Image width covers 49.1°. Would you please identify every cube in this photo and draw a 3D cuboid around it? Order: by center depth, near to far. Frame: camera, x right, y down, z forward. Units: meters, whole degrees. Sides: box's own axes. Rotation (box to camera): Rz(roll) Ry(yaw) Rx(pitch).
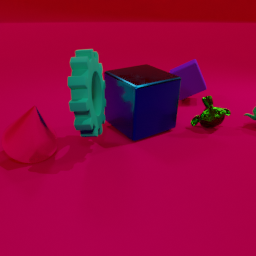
[{"bbox_3d":[0.326,-0.712,7.168,1.396,1.396,1.396,-17,33,-31],"label":"cube"},{"bbox_3d":[2.035,-1.660,9.568,0.973,0.973,0.973,-22,14,19],"label":"cube"}]

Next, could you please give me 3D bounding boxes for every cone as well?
[{"bbox_3d":[-1.899,-0.077,5.581,1.146,1.150,1.146,12,50,-15],"label":"cone"}]

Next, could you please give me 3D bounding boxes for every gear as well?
[{"bbox_3d":[-0.805,-0.712,5.879,0.329,1.778,1.778,-2,22,7],"label":"gear"}]

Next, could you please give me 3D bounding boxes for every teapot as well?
[{"bbox_3d":[3.671,-0.495,7.556,1.175,0.731,0.575,-30,65,-12],"label":"teapot"}]

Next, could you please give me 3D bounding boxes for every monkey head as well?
[{"bbox_3d":[2.176,-0.413,7.425,1.105,0.795,0.666,-17,-13,6],"label":"monkey head"}]
